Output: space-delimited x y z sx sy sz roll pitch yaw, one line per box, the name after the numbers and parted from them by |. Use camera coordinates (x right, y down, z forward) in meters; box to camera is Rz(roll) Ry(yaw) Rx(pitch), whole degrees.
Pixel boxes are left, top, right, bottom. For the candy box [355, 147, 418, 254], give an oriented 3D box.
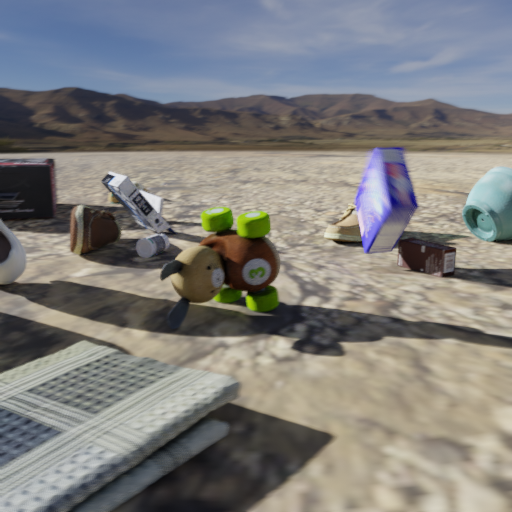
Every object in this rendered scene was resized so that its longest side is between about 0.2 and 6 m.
1.734 -0.729 7.626 0.445 0.976 1.155 -1 -30 -7 | candy box

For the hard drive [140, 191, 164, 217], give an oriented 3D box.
-2.225 -1.029 11.676 0.783 0.517 0.105 22 19 40 | hard drive

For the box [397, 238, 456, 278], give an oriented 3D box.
2.320 0.015 7.664 0.296 0.395 0.790 -8 15 -31 | box

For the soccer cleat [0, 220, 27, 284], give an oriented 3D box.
-3.827 -0.709 6.639 0.932 2.691 1.044 -52 10 -23 | soccer cleat

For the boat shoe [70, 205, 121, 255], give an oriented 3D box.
-2.563 -0.467 9.083 0.743 0.741 2.008 3 12 -13 | boat shoe

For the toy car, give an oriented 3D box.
-0.462 0.190 5.726 0.999 1.040 1.267 10 26 37 | toy car

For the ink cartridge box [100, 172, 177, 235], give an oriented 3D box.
-2.105 -0.856 10.095 0.743 1.494 0.293 19 64 50 | ink cartridge box

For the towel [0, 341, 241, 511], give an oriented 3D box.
-1.208 1.063 3.522 1.715 0.308 1.781 5 16 34 | towel

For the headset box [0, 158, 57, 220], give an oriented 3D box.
-5.773 -1.553 12.660 2.353 1.221 3.162 -4 15 -18 | headset box

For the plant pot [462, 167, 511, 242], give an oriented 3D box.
4.128 -0.772 9.646 0.856 1.278 1.278 -32 22 -13 | plant pot

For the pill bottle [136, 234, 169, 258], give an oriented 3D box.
-1.583 -0.165 8.644 0.309 0.309 0.546 5 14 22 | pill bottle

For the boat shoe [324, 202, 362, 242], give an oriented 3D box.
1.854 -0.653 10.008 0.721 0.646 1.947 10 16 36 | boat shoe

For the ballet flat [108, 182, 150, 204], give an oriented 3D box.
-3.348 -1.751 15.077 0.585 0.538 1.705 5 14 18 | ballet flat
